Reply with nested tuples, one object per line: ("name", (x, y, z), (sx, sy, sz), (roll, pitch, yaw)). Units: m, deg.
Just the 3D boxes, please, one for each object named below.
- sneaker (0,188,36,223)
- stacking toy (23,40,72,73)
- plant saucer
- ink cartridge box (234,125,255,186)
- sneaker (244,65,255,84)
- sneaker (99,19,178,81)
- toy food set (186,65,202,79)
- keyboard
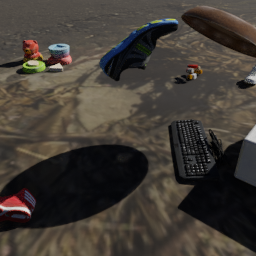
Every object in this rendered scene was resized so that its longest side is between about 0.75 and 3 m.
("sneaker", (-2.262, 1.418, 5.280), (1.061, 0.416, 0.613), (14, 26, -2))
("stacking toy", (-3.386, -2.990, 11.363), (2.036, 0.860, 1.843), (-3, 34, -4))
("plant saucer", (2.172, -2.134, 6.162), (2.087, 0.359, 2.087), (25, 16, -8))
("ink cartridge box", (3.742, 0.405, 6.087), (1.830, 1.062, 2.536), (24, 41, 32))
("sneaker", (4.537, -1.976, 10.082), (0.464, 0.592, 1.191), (21, 39, 28))
("sneaker", (0.243, -1.500, 5.350), (1.652, 0.684, 0.586), (-34, 19, 10))
("toy food set", (2.359, -2.106, 10.433), (0.429, 0.456, 0.954), (14, 35, 39))
("keyboard", (1.726, 0.336, 6.774), (1.198, 0.456, 2.302), (1, 35, 1))
